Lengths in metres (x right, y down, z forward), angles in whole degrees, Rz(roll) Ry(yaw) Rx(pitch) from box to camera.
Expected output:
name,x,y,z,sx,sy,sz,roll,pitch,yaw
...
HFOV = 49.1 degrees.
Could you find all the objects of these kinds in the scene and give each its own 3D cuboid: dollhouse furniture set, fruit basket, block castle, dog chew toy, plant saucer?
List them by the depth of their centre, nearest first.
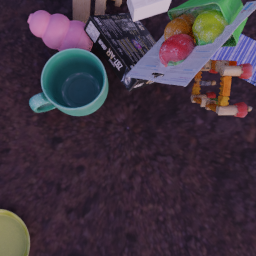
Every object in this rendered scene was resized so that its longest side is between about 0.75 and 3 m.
name,x,y,z,sx,sy,sz,roll,pitch,yaw
block castle,2.423,-1.100,7.255,0.914,1.949,1.302,-2,106,-9
fruit basket,1.633,-2.249,7.559,1.405,2.775,2.997,42,80,-32
plant saucer,-4.383,3.900,9.346,2.331,0.362,2.331,0,78,0
dog chew toy,-2.437,-3.407,10.125,2.317,1.443,1.443,21,77,-23
dollhouse furniture set,-1.126,-5.024,11.334,1.703,1.459,1.791,13,43,3

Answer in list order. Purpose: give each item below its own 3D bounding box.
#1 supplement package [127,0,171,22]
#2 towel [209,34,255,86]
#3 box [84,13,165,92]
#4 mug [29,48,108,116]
name,x,y,z,sx,sy,sz,roll,pitch,yaw
supplement package,0.482,-2.983,6.568,0.909,0.708,0.504,-17,89,-1
towel,4.527,-2.787,10.862,2.356,0.281,1.706,30,78,6
box,0.126,-2.841,10.070,2.303,0.626,2.875,-26,77,-42
mug,-1.983,-1.497,9.866,2.585,1.599,2.124,3,82,1
